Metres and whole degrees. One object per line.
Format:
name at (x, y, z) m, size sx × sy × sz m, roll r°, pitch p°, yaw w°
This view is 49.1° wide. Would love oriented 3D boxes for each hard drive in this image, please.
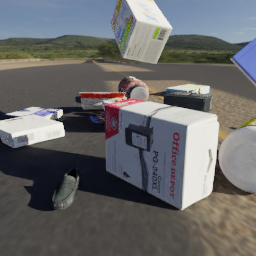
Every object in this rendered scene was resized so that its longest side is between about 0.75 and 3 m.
hard drive at (3.951, -1.742, 8.104) m, size 1.096 × 1.661 × 0.211 m, roll -40°, pitch -6°, yaw -6°

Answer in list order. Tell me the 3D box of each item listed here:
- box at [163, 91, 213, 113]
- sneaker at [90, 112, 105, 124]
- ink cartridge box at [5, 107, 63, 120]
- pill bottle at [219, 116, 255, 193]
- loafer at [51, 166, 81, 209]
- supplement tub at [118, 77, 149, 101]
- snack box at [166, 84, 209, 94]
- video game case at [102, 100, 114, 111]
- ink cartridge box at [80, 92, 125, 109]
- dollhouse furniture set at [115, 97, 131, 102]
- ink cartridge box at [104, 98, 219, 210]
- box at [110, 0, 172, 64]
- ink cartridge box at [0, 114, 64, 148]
box at (2.843, -1.217, 13.229) m, size 1.990 × 0.785 × 1.405 m, roll 9°, pitch 16°, yaw 27°
sneaker at (-0.925, -0.442, 11.060) m, size 1.352 × 0.530 × 0.509 m, roll 9°, pitch 18°, yaw 28°
ink cartridge box at (-3.852, -0.507, 11.607) m, size 1.638 × 0.389 × 1.657 m, roll 7°, pitch 20°, yaw 19°
pill bottle at (3.217, 0.423, 6.574) m, size 1.419 × 1.419 × 2.524 m, roll 12°, pitch 19°, yaw 35°
loafer at (-1.252, 1.190, 5.682) m, size 0.436 × 0.451 × 1.284 m, roll 1°, pitch 17°, yaw 5°
supplement tub at (0.306, -1.901, 14.569) m, size 1.337 × 1.337 × 2.499 m, roll -3°, pitch 17°, yaw -11°
snack box at (3.778, -2.348, 17.553) m, size 1.523 × 0.486 × 2.622 m, roll 15°, pitch 22°, yaw 42°
video game case at (0.320, -0.458, 10.506) m, size 2.443 × 0.289 × 2.224 m, roll 12°, pitch 13°, yaw -15°
ink cartridge box at (-1.103, -1.178, 12.381) m, size 1.948 × 0.575 × 2.434 m, roll 0°, pitch 0°, yaw -4°
dollhouse furniture set at (0.049, -0.677, 11.878) m, size 1.403 × 0.685 × 1.197 m, roll 20°, pitch -20°, yaw 2°
ink cartridge box at (0.594, 0.411, 6.048) m, size 0.984 × 1.715 × 2.361 m, roll -14°, pitch 22°, yaw -40°
box at (0.334, -3.436, 9.416) m, size 1.219 × 1.353 × 2.406 m, roll 5°, pitch 44°, yaw -22°
ink cartridge box at (-3.516, 0.048, 9.571) m, size 1.769 × 0.550 × 2.198 m, roll -16°, pitch 18°, yaw -42°
